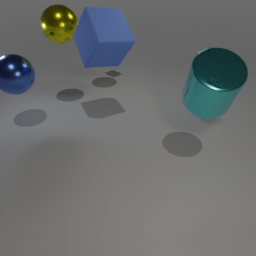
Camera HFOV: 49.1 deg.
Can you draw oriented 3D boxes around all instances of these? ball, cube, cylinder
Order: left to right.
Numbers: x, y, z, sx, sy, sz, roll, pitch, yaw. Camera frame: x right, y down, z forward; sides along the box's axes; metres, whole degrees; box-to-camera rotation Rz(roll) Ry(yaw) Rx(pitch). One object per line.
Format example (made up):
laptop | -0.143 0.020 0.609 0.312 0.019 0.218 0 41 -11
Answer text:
ball | -3.982 -1.869 9.798 1.400 1.400 1.400 0 31 0
ball | -2.572 -3.888 10.528 1.400 1.400 1.400 0 31 0
cube | -0.848 -3.045 9.540 1.400 1.400 1.400 -12 72 -33
cylinder | 2.273 -1.171 7.547 1.400 1.400 1.400 0 63 -1
